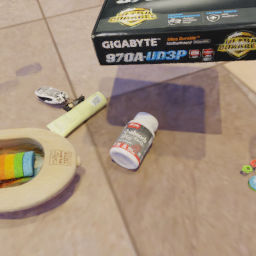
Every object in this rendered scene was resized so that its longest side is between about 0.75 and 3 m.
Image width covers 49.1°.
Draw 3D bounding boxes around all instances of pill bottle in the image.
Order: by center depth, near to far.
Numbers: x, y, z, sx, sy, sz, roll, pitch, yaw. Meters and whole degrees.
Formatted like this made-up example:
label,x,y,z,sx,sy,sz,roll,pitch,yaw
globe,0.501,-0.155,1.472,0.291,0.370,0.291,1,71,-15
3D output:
label,x,y,z,sx,sy,sz,roll,pitch,yaw
pill bottle,0.176,0.270,6.531,0.724,0.724,1.250,23,59,15

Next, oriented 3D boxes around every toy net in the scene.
label,x,y,z,sx,sy,sz,roll,pitch,yaw
toy net,3.204,0.950,6.378,1.220,0.236,0.640,-20,55,-16

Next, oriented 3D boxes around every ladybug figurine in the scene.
label,x,y,z,sx,sy,sz,roll,pitch,yaw
ladybug figurine,-2.342,0.922,5.908,2.745,0.987,1.863,-3,55,-2

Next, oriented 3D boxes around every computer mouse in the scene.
label,x,y,z,sx,sy,sz,roll,pitch,yaw
computer mouse,-1.870,-0.790,7.499,1.323,0.290,0.726,18,43,20

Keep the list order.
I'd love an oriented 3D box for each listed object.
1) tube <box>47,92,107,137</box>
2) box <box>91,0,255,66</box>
label,x,y,z,sx,sy,sz,roll,pitch,yaw
tube,-1.271,-0.346,7.200,1.604,0.465,0.416,-39,108,-21
box,1.008,-2.226,5.431,2.999,0.690,2.384,1,50,12
